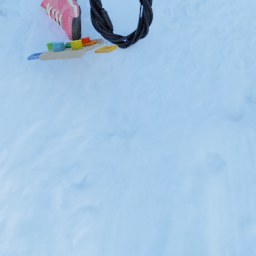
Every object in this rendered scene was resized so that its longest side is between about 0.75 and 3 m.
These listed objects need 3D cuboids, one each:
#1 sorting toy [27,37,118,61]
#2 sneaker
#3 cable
[{"bbox_3d":[-1.708,-2.548,8.687,2.970,0.405,1.672,1,30,20],"label":"sorting toy"},{"bbox_3d":[-2.320,-3.928,9.600,1.262,1.072,2.910,-9,55,-14],"label":"sneaker"},{"bbox_3d":[-0.196,-3.773,8.885,2.101,2.575,0.654,-8,36,-22],"label":"cable"}]
